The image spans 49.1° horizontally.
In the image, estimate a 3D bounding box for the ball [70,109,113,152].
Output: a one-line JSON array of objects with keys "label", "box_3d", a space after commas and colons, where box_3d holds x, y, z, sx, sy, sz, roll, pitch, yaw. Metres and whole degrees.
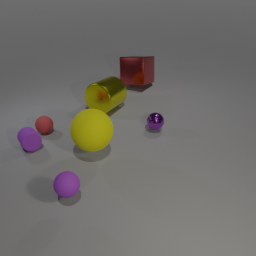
[{"label": "ball", "box_3d": [-1.182, 0.069, 9.177, 1.400, 1.400, 1.400, 0, 31, 0]}]

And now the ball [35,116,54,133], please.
[{"label": "ball", "box_3d": [-3.294, -0.134, 11.023, 0.700, 0.700, 0.700, 0, 31, 0]}]

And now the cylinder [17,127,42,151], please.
[{"label": "cylinder", "box_3d": [-3.559, 0.390, 10.113, 0.700, 0.700, 0.700, -19, 30, -28]}]

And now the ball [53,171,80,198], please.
[{"label": "ball", "box_3d": [-1.620, 1.493, 7.420, 0.700, 0.700, 0.700, 0, 31, 0]}]

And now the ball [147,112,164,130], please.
[{"label": "ball", "box_3d": [1.089, -0.266, 11.112, 0.700, 0.700, 0.700, 0, 31, 0]}]

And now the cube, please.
[{"label": "cube", "box_3d": [0.499, -3.075, 14.870, 1.400, 1.400, 1.400, 7, 18, 27]}]

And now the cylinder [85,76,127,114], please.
[{"label": "cylinder", "box_3d": [-0.979, -1.484, 12.535, 1.400, 1.400, 1.400, 16, 30, 25]}]
